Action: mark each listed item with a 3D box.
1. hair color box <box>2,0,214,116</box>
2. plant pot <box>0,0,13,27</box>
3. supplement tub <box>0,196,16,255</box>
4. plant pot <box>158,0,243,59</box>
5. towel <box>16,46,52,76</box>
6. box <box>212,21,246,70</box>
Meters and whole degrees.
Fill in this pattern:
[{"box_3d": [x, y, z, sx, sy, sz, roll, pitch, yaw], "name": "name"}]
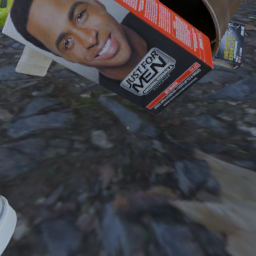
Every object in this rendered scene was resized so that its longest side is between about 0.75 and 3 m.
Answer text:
[{"box_3d": [-0.209, -1.315, 3.990, 2.621, 1.330, 0.803, 26, 47, -22], "name": "hair color box"}, {"box_3d": [-1.917, -3.339, 6.522, 1.789, 1.962, 1.972, 0, 3, 33], "name": "plant pot"}, {"box_3d": [-1.806, 0.430, 2.030, 1.251, 1.726, 1.251, -26, 24, 13], "name": "supplement tub"}, {"box_3d": [1.308, -2.663, 5.362, 2.088, 2.088, 2.067, 27, 70, 34], "name": "plant pot"}, {"box_3d": [-2.063, -1.490, 6.315, 0.169, 0.649, 0.979, 34, 16, 13], "name": "towel"}, {"box_3d": [2.453, -2.167, 7.122, 0.927, 0.283, 1.170, 13, 77, -8], "name": "box"}]
